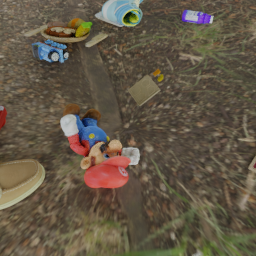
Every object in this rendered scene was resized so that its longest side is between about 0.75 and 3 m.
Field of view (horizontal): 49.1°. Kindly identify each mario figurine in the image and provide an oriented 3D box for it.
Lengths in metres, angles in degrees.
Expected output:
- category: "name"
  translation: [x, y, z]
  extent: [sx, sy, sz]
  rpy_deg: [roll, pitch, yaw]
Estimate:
- category: "mario figurine"
  translation: [-0.646, 0.273, 6.814]
  extent: [1.619, 1.390, 2.622]
  rpy_deg: [-20, 48, -18]

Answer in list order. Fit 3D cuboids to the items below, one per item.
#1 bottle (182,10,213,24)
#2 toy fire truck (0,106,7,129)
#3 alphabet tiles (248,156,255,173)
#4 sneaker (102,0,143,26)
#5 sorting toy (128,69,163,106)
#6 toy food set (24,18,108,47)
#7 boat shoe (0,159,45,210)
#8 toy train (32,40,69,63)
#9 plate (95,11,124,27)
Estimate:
- category: "bottle"
  translation: [3.045, -4.834, 12.253]
  extent: [1.303, 0.425, 0.544]
  rpy_deg: [14, 49, 13]
- category: "toy fire truck"
  translation: [-4.226, -0.170, 7.350]
  extent: [1.898, 1.064, 1.594]
  rpy_deg: [2, 45, -3]
- category: "alphabet tiles"
  translation: [4.559, 1.241, 6.759]
  extent: [2.867, 0.108, 2.397]
  rpy_deg: [31, 54, 25]
- category: "sneaker"
  translation: [0.277, -5.116, 11.921]
  extent: [2.465, 0.980, 1.609]
  rpy_deg: [-41, 59, -20]
- category: "sorting toy"
  translation: [0.632, -1.249, 8.539]
  extent: [1.145, 0.153, 0.853]
  rpy_deg: [-37, 53, 7]
- category: "toy food set"
  translation: [-2.438, -3.899, 10.994]
  extent: [2.920, 0.586, 2.016]
  rpy_deg: [13, 34, 12]
- category: "boat shoe"
  translation: [-3.282, 1.274, 6.151]
  extent: [2.808, 0.932, 1.039]
  rpy_deg: [-19, 50, -17]
- category: "toy train"
  translation: [-2.783, -2.726, 10.064]
  extent: [1.415, 0.613, 0.808]
  rpy_deg: [28, 44, 32]
- category: "plate"
  translation: [-0.435, -5.014, 12.544]
  extent: [1.546, 0.250, 1.549]
  rpy_deg: [29, 53, 23]
